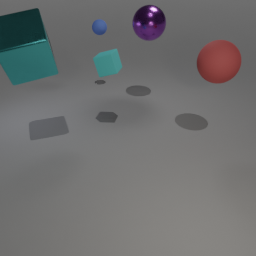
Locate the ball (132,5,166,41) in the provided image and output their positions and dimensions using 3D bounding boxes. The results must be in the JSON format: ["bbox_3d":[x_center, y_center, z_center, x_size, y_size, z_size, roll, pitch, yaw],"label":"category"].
[{"bbox_3d":[0.877,-4.342,11.601,1.400,1.400,1.400,0,30,0],"label":"ball"}]

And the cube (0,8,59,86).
[{"bbox_3d":[-2.984,-2.337,8.142,1.400,1.400,1.400,-17,63,-9],"label":"cube"}]

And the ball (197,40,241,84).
[{"bbox_3d":[2.981,-2.171,9.219,1.400,1.400,1.400,0,30,0],"label":"ball"}]

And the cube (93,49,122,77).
[{"bbox_3d":[-0.693,-2.264,9.749,0.700,0.700,0.700,-8,27,20],"label":"cube"}]

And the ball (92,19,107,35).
[{"bbox_3d":[-1.333,-4.713,13.107,0.700,0.700,0.700,0,30,0],"label":"ball"}]
